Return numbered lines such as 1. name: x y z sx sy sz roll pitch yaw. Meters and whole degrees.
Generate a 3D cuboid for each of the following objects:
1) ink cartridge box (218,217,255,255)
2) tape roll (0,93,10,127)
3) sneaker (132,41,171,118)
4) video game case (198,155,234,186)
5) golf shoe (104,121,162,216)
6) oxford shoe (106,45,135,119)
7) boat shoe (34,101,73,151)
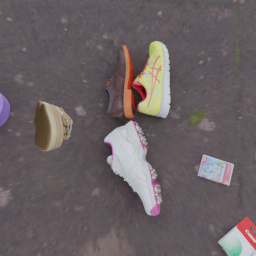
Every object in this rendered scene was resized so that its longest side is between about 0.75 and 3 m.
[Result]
1. ink cartridge box: 3.144 3.099 7.528 1.122 0.281 0.903 -36 76 -9
2. tape roll: -4.352 -0.591 8.545 1.298 0.551 1.298 0 72 1
3. sneaker: 0.693 -1.557 8.604 1.132 0.980 2.507 1 73 -2
4. video game case: 2.574 1.235 8.210 0.925 0.081 0.661 18 73 6
5. golf shoe: 0.133 1.179 7.866 1.234 1.016 2.697 -19 68 7
6. oxford shoe: -0.290 -1.475 8.686 0.896 0.879 2.470 -5 68 11
7. boat shoe: -1.564 -0.109 6.068 0.761 2.360 0.841 12 103 -23
